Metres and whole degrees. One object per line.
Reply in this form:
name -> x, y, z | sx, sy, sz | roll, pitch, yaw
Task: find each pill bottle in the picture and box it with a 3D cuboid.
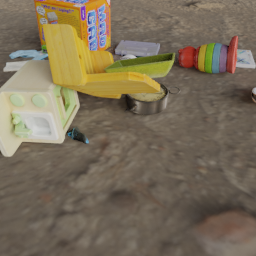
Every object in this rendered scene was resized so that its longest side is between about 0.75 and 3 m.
pill bottle -> -0.088, -2.075, 10.547 | 0.977, 0.977, 1.742 | 7, 38, 9

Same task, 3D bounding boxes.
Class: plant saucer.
plant saucer -> 0.458, -1.869, 8.701 | 2.011, 0.482, 2.014 | -5, 20, 12

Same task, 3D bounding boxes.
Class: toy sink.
toy sink -> -2.501, -0.604, 8.018 | 1.489, 1.732, 2.657 | 2, 38, 10

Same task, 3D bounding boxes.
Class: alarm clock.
alarm clock -> 0.829, -1.063, 9.495 | 2.122, 0.706, 1.431 | -17, 41, -16

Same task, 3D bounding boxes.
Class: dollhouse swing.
dollhouse swing -> -0.581, -1.981, 8.087 | 2.296, 2.373, 2.612 | -15, -7, 20

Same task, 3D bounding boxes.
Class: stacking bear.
stacking bear -> 3.177, -2.866, 11.378 | 2.244, 1.363, 1.276 | 7, 56, 24

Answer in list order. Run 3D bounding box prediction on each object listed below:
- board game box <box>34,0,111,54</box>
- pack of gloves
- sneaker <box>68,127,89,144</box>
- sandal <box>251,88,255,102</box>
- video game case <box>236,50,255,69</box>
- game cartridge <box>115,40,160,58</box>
board game box -> -2.340, -4.604, 12.490 | 2.323, 2.321, 2.322 | 19, 41, 20
pack of gloves -> -4.182, -3.197, 12.348 | 2.299, 0.454, 1.931 | -7, 40, -8
sneaker -> -1.449, 0.279, 8.190 | 0.349, 0.312, 0.853 | -31, 39, -24
sandal -> 4.689, -1.083, 9.704 | 0.695, 0.520, 1.813 | 26, 24, 26
video game case -> 4.669, -3.145, 12.478 | 1.708, 0.188, 1.557 | 7, 39, 9
game cartridge -> 0.452, -3.659, 13.030 | 1.904, 0.365, 1.234 | 9, 44, 11
